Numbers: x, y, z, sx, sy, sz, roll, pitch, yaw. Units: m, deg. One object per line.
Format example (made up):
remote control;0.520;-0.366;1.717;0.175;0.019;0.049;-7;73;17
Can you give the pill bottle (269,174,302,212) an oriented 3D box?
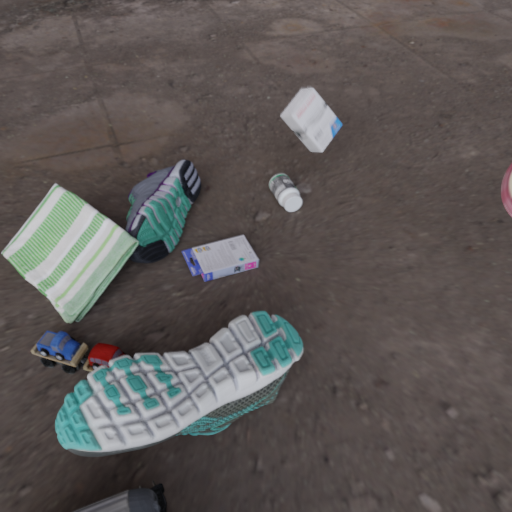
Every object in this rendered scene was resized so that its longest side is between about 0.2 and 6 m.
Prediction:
pill bottle;0.594;-1.255;11.181;0.449;0.449;0.795;-14;46;-15

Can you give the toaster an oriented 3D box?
toaster;-1.631;3.689;4.779;2.265;1.993;3.507;-14;40;-11

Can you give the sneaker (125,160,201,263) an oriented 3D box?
sneaker;-2.013;-0.771;10.507;1.219;1.036;2.785;-6;34;24

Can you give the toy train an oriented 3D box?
toy train;-2.133;1.557;8.080;2.554;0.585;0.436;12;44;13

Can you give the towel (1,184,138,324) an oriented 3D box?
towel;-3.235;-0.104;9.506;2.266;0.265;1.728;34;85;30

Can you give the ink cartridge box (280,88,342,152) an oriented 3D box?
ink cartridge box;1.051;-2.571;10.626;0.721;0.997;0.420;-54;31;-10

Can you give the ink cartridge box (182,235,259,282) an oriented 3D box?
ink cartridge box;-0.643;0.055;9.935;1.209;0.254;0.722;-13;44;-18

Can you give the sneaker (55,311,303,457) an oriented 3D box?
sneaker;-0.842;1.861;7.032;3.135;1.430;1.216;-15;46;-23

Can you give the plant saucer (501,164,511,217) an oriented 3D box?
plant saucer;4.068;-1.006;7.774;0.333;1.312;1.312;21;20;-49
